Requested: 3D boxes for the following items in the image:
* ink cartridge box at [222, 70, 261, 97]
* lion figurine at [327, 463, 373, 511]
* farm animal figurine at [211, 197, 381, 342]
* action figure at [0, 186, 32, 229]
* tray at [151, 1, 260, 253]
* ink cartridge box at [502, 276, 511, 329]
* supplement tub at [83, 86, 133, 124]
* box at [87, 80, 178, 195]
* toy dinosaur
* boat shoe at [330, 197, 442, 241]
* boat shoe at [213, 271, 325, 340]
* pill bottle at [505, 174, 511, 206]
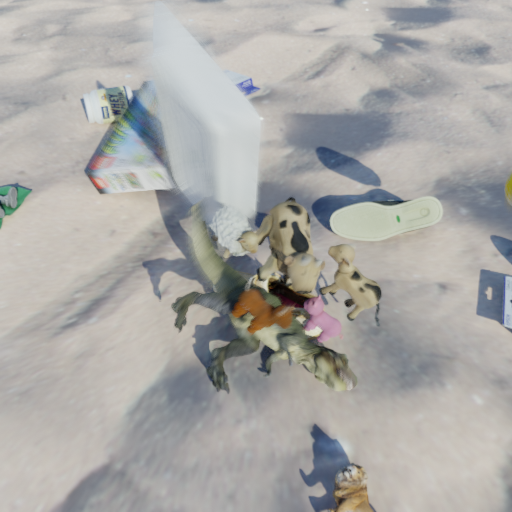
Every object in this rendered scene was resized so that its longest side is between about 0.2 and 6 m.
[{"bbox_3d":[-0.705,-4.263,14.021,1.225,0.265,1.203,26,45,31],"label":"ink cartridge box"},{"bbox_3d":[1.069,2.599,5.511,0.637,0.377,1.039,-18,56,-32],"label":"lion figurine"},{"bbox_3d":[0.586,0.098,6.837,1.905,0.993,1.884,-7,64,-33],"label":"farm animal figurine"},{"bbox_3d":[-5.342,-1.050,9.775,2.322,0.635,1.372,10,36,12],"label":"action figure"},{"bbox_3d":[-0.709,-1.343,7.473,0.401,3.619,1.943,-35,73,-15],"label":"tray"},{"bbox_3d":[3.988,0.807,7.757,1.144,0.232,1.142,14,41,16],"label":"ink cartridge box"},{"bbox_3d":[-3.274,-3.360,12.505,1.031,0.747,0.747,-14,41,-15],"label":"supplement tub"},{"bbox_3d":[-1.876,-2.425,10.784,1.657,0.523,3.010,-2,48,21],"label":"box"},{"bbox_3d":[-0.241,0.769,7.043,1.407,0.758,3.192,-34,72,-30],"label":"toy dinosaur"},{"bbox_3d":[2.129,-0.606,9.361,1.810,0.650,0.612,-8,3,1],"label":"boat shoe"},{"bbox_3d":[0.184,0.505,7.816,1.808,0.625,0.666,21,43,24],"label":"boat shoe"},{"bbox_3d":[3.370,-0.862,6.874,0.526,0.935,0.526,-2,81,14],"label":"pill bottle"}]
